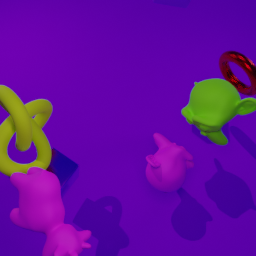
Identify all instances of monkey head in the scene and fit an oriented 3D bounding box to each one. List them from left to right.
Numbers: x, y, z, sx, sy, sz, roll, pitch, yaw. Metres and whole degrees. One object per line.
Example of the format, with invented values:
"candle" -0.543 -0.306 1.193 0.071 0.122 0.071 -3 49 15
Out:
"monkey head" 0.773 0.779 6.236 1.052 1.745 1.256 -40 56 -10
"monkey head" 1.887 -0.357 5.948 1.132 1.351 1.878 -48 29 -1

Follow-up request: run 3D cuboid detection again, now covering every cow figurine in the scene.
"cow figurine" -1.079 1.209 3.915 1.234 0.688 1.254 10 104 31

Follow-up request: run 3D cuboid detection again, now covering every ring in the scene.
"ring" 2.782 -1.350 6.979 0.266 1.330 1.330 -39 68 -3

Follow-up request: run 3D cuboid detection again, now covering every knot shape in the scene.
"knot shape" -1.865 -0.011 5.162 0.765 1.549 1.655 -6 103 6

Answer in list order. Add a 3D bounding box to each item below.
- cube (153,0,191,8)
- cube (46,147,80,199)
"cube" 1.019 -3.214 5.997 0.804 0.804 0.804 5 71 -10
"cube" -1.610 1.042 6.264 0.753 0.753 0.753 33 61 7
